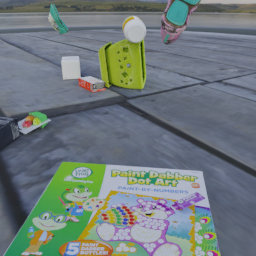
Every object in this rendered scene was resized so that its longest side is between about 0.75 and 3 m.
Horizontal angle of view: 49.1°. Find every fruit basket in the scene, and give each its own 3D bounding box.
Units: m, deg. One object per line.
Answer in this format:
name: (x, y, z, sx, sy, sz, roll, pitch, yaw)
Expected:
fruit basket: (-2.863, -0.119, 8.286, 0.823, 0.416, 0.888, 18, 46, 35)

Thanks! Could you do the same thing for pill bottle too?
pill bottle: (0.245, -3.799, 10.855, 0.854, 0.854, 1.537, -2, 29, -4)

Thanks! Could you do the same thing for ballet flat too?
ballet flat: (1.535, -3.539, 8.440, 0.960, 0.988, 2.778, 28, 59, -4)
ballet flat: (-2.740, -4.075, 10.680, 0.488, 1.388, 0.467, -23, 65, 2)

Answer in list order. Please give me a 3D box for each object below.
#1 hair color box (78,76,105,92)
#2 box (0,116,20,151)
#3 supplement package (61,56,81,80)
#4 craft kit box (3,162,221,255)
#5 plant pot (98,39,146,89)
hair color box: (-1.580, -1.914, 12.141, 0.642, 0.387, 1.265, -16, 28, -32)
box: (-3.642, 0.127, 7.359, 1.112, 0.579, 1.013, 7, 25, 15)
supplement package: (-2.836, -3.022, 13.996, 0.871, 0.882, 1.455, -4, 25, -9)
craft kit box: (-0.106, 1.521, 4.269, 2.759, 0.669, 2.725, 3, 22, 6)
plant pot: (-0.215, -2.918, 12.502, 1.865, 2.045, 2.055, -2, 24, 10)
